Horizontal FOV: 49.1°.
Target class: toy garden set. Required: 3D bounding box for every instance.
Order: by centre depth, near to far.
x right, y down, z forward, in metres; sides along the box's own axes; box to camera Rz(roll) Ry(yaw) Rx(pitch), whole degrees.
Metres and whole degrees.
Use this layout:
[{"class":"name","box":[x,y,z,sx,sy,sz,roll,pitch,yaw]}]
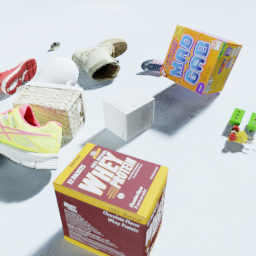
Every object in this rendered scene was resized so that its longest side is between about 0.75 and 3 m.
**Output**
[{"class":"toy garden set","box":[3.496,0.150,7.355,1.718,0.343,1.432,19,39,23]}]

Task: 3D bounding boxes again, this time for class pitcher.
[{"class":"pitcher","box":[-2.233,-1.359,8.792,1.605,1.134,1.871,23,51,20]}]

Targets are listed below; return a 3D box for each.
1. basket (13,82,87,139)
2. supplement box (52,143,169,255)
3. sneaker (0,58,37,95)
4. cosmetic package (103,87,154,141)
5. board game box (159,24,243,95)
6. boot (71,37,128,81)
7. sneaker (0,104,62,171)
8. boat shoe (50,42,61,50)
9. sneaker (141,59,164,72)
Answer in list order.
[{"class":"basket","box":[-2.072,-0.454,7.514,1.664,1.128,1.026,8,42,10]},{"class":"supplement box","box":[-0.241,1.319,4.720,1.536,1.558,1.034,15,39,19]},{"class":"sneaker","box":[-4.120,-1.936,9.773,1.169,0.793,2.023,10,37,11]},{"class":"cosmetic package","box":[0.031,-0.393,7.577,1.080,0.898,0.904,-31,47,-33]},{"class":"board game box","box":[2.305,-2.153,8.878,1.618,1.619,1.618,33,29,31]},{"class":"boot","box":[-0.703,-2.597,10.578,2.392,0.862,1.850,-25,42,-21]},{"class":"sneaker","box":[-2.712,-0.002,6.512,2.835,1.280,1.108,18,-1,12]},{"class":"boat shoe","box":[-3.264,-3.754,12.619,0.293,0.269,0.819,8,37,11]},{"class":"sneaker","box":[1.139,-2.316,10.524,1.297,0.455,0.532,-5,32,-5]}]
